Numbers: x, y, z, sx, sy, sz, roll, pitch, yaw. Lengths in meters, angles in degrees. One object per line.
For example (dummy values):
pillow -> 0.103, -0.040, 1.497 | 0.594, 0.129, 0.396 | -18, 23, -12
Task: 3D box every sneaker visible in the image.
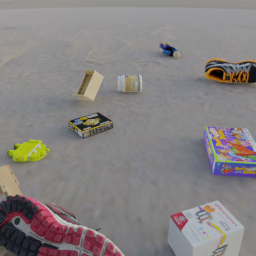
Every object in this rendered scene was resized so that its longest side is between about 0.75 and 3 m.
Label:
sneaker -> 4.355, -2.213, 11.523 | 2.530, 0.990, 0.977 | 11, 43, 28
sneaker -> -0.828, 1.718, 4.101 | 2.421, 0.976, 0.904 | 28, -7, 25

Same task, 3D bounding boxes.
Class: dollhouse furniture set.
dollhouse furniture set -> -2.893, 1.729, 4.551 | 1.898, 1.238, 1.792 | -28, 1, 12

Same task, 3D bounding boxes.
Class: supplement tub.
supplement tub -> 0.063, -1.694, 10.693 | 0.896, 0.647, 0.647 | -2, 28, -4

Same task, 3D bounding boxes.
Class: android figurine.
android figurine -> -2.444, 0.571, 6.942 | 0.966, 0.198, 0.879 | 5, 28, 12

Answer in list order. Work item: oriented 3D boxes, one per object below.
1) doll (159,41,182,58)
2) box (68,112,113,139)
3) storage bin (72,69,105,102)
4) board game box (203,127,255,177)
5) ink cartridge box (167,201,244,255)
doll -> 2.400, -4.406, 15.959 | 1.354, 0.481, 1.984 | -2, 34, -21
box -> -1.080, -0.098, 8.135 | 1.036, 0.256, 0.827 | -20, 32, -32
storage bin -> -1.413, -1.490, 9.716 | 0.457, 0.975, 0.968 | 27, -7, -40
board game box -> 2.528, 0.530, 6.820 | 1.113, 0.370, 1.655 | 3, 28, 5
ink cartridge box -> 1.189, 1.678, 4.356 | 0.917, 0.663, 0.666 | -11, 30, -19
